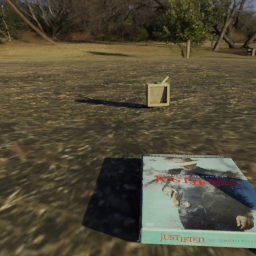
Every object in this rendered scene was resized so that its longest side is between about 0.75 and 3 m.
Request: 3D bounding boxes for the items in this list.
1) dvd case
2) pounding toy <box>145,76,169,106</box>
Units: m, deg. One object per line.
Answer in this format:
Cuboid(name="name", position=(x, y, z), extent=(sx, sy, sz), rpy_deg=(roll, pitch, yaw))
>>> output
Cuboid(name="dvd case", position=(0.969, 0.885, 4.043), extent=(1.596, 0.241, 2.186), rpy_deg=(1, 16, 4))
Cuboid(name="pounding toy", position=(1.045, -1.275, 9.644), extent=(0.860, 0.934, 0.664), rpy_deg=(-3, 15, -7))
